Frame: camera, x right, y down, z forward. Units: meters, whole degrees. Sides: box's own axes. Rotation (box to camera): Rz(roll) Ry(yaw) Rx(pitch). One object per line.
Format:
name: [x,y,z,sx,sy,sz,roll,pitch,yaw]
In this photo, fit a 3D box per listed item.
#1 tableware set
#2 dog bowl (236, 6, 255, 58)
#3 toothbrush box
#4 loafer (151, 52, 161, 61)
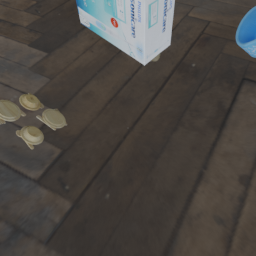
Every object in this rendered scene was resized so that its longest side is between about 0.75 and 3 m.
tableware set: [-1.080,-0.132,3.125,0.638,0.089,0.763,43,34,2]
dog bowl: [3.285,-2.368,6.300,0.534,2.154,1.201,16,85,-17]
toothbrush box: [-0.102,-2.103,4.773,1.745,1.278,0.744,39,67,22]
loafer: [0.416,-3.120,7.801,0.961,2.851,1.084,-10,39,-4]
